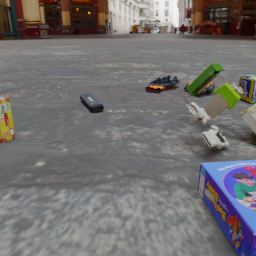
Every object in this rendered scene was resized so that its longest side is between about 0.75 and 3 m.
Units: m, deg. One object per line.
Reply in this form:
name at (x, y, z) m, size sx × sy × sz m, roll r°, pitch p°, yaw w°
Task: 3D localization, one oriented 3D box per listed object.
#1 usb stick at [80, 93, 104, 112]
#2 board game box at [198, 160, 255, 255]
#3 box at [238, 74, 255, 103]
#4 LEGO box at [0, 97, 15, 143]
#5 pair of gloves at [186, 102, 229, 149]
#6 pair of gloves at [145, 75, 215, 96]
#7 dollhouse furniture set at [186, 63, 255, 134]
usb stick at (-1.339, -0.948, 10.208) m, size 0.493 × 0.290 × 1.780 m, roll -8°, pitch 23°, yaw -20°
board game box at (2.718, 1.152, 4.384) m, size 2.694 × 0.603 × 1.811 m, roll -2°, pitch 21°, yaw -6°
box at (5.712, -1.629, 11.033) m, size 2.699 × 0.946 × 0.868 m, roll -7°, pitch 22°, yaw -16°
LEGO box at (-3.468, -0.256, 7.300) m, size 0.832 × 1.117 × 0.431 m, roll 9°, pitch 23°, yaw 23°
pair of gloves at (1.903, -0.082, 6.701) m, size 1.073 × 0.221 × 1.262 m, roll 11°, pitch 48°, yaw -51°
pair of gloves at (2.422, -1.948, 12.715) m, size 2.913 × 0.360 × 2.595 m, roll 5°, pitch 23°, yaw 21°
dollhouse furniture set at (2.929, -0.474, 7.797) m, size 2.746 × 1.060 × 1.372 m, roll 51°, pitch 36°, yaw 13°
